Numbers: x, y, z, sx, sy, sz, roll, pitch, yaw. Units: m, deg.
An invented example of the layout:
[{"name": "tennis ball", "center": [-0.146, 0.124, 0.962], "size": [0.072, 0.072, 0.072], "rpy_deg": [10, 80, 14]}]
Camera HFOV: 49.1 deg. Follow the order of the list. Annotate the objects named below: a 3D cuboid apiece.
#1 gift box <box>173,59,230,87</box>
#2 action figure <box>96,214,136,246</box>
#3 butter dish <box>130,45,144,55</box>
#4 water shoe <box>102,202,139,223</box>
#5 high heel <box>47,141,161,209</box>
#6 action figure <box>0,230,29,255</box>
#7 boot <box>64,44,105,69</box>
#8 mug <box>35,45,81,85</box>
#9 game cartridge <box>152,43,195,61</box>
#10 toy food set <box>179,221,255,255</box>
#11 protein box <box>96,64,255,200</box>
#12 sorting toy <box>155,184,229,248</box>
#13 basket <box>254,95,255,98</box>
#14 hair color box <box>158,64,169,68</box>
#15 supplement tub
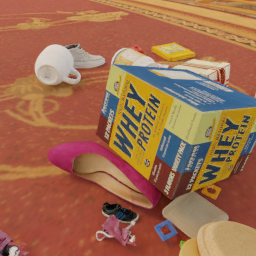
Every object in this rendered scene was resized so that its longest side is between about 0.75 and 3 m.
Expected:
[{"name": "gift box", "center": [2.512, -1.336, 9.775], "size": [1.721, 1.701, 1.843], "rpy_deg": [20, 41, 39]}, {"name": "action figure", "center": [-0.180, 2.130, 5.633], "size": [0.616, 0.554, 0.828], "rpy_deg": [-30, 42, -35]}, {"name": "butter dish", "center": [0.418, -3.948, 14.389], "size": [0.854, 0.632, 0.852], "rpy_deg": [-18, 38, -24]}, {"name": "water shoe", "center": [-0.180, 1.865, 6.206], "size": [0.840, 0.331, 0.300], "rpy_deg": [7, 35, 10]}, {"name": "high heel", "center": [-0.657, 1.086, 6.677], "size": [2.944, 0.992, 1.415], "rpy_deg": [7, 24, 4]}, {"name": "action figure", "center": [-2.745, 2.372, 5.294], "size": [1.679, 1.124, 1.250], "rpy_deg": [3, -7, -13]}, {"name": "boot", "center": [-2.194, -3.445, 13.275], "size": [2.215, 1.059, 0.815], "rpy_deg": [-10, 36, -15]}, {"name": "mug", "center": [-2.876, -2.416, 11.625], "size": [1.906, 1.407, 1.671], "rpy_deg": [24, 30, -13]}, {"name": "game cartridge", "center": [2.374, -4.034, 14.820], "size": [1.586, 0.292, 1.799], "rpy_deg": [-17, 37, -23]}, {"name": "toy food set", "center": [2.139, 2.383, 4.272], "size": [2.475, 0.608, 2.500], "rpy_deg": [33, 16, 32]}, {"name": "protein box", "center": [1.311, -0.187, 7.082], "size": [2.937, 1.982, 2.916], "rpy_deg": [-7, 32, -40]}, {"name": "sorting toy", "center": [1.471, 1.945, 6.150], "size": [1.968, 0.268, 1.108], "rpy_deg": [-31, 50, -32]}, {"name": "basket", "center": [5.794, -1.108, 9.267], "size": [2.218, 1.800, 2.238], "rpy_deg": [-18, 40, -26]}, {"name": "hair color box", "center": [1.388, -2.484, 12.506], "size": [0.627, 0.361, 1.130], "rpy_deg": [12, 38, 17]}, {"name": "supplement tub", "center": [0.314, -2.416, 11.529], "size": [1.342, 1.342, 1.855], "rpy_deg": [-23, 41, -30]}]
